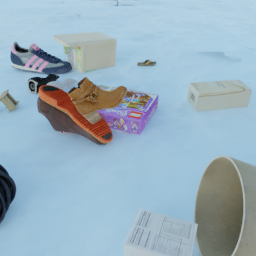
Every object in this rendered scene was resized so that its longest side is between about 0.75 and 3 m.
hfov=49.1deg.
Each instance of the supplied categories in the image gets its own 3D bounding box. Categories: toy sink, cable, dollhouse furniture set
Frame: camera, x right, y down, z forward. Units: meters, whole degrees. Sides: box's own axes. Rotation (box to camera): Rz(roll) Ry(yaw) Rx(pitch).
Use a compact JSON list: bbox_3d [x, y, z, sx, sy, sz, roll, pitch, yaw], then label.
[{"bbox_3d":[-2.102,-3.679,13.597,2.614,1.464,1.704,-17,36,-33],"label":"toy sink"},{"bbox_3d":[-3.726,1.292,6.033,2.563,0.651,2.091,35,29,16],"label":"cable"},{"bbox_3d":[-4.559,-0.863,10.206,0.872,0.615,0.611,-28,31,11],"label":"dollhouse furniture set"}]

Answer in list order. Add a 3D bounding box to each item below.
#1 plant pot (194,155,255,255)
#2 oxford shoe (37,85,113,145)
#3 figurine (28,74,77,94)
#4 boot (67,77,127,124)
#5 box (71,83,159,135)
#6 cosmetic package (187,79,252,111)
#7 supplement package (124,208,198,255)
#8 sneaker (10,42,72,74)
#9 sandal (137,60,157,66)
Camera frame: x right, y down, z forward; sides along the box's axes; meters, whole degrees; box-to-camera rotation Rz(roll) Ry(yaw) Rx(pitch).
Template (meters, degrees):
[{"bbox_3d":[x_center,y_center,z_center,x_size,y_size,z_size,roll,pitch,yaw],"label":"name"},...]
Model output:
[{"bbox_3d":[2.597,1.669,5.182,2.119,1.984,1.984,11,33,-5],"label":"plant pot"},{"bbox_3d":[-1.715,-0.227,8.865,2.898,1.051,1.032,36,31,19],"label":"oxford shoe"},{"bbox_3d":[-3.070,-1.853,11.603,1.511,0.651,1.475,16,32,21],"label":"figurine"},{"bbox_3d":[-0.786,-0.924,7.333,1.424,1.105,0.546,-40,29,-5],"label":"boot"},{"bbox_3d":[-0.612,-0.783,9.910,2.952,0.577,2.020,12,35,18],"label":"box"},{"bbox_3d":[3.380,-1.239,10.483,2.037,0.745,1.055,-7,34,-9],"label":"cosmetic package"},{"bbox_3d":[0.592,2.177,5.086,1.134,0.861,0.854,11,35,16],"label":"supplement package"},{"bbox_3d":[-4.107,-3.293,13.160,2.980,1.222,1.045,7,33,1],"label":"sneaker"},{"bbox_3d":[0.951,-3.295,14.080,0.996,0.269,0.400,-2,33,-4],"label":"sandal"}]
